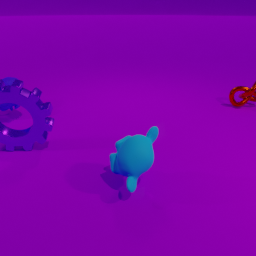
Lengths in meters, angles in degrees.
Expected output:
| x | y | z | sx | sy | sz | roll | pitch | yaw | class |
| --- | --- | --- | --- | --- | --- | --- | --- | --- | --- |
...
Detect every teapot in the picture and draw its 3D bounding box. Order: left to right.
| x | y | z | sx | sy | sz | roll | pitch | yaw | class |
| --- | --- | --- | --- | --- | --- | --- | --- | --- | --- |
| -3.941 | -1.023 | 9.209 | 1.212 | 0.955 | 1.950 | -42 | 8 | -26 | teapot |

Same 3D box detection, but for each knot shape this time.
| x | y | z | sx | sy | sz | roll | pitch | yaw | class |
| --- | --- | --- | --- | --- | --- | --- | --- | --- | --- |
| 4.362 | -1.236 | 10.467 | 1.168 | 1.248 | 0.577 | -16 | 60 | 8 | knot shape |

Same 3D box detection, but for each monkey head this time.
| x | y | z | sx | sy | sz | roll | pitch | yaw | class |
| --- | --- | --- | --- | --- | --- | --- | --- | --- | --- |
| 0.201 | 0.686 | 6.001 | 0.901 | 1.076 | 1.496 | 3 | 59 | 42 | monkey head |

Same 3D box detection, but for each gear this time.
| x | y | z | sx | sy | sz | roll | pitch | yaw | class |
| --- | --- | --- | --- | --- | --- | --- | --- | --- | --- |
| -2.888 | -0.275 | 7.113 | 1.927 | 1.927 | 0.356 | -2 | 34 | -3 | gear |
